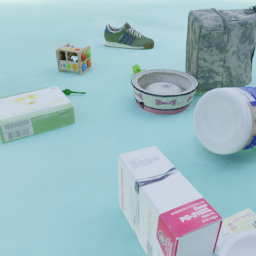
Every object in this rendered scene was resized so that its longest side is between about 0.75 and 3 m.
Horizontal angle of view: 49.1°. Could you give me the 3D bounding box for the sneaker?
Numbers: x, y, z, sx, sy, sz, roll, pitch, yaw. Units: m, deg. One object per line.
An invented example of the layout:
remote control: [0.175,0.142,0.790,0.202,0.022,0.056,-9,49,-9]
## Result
sneaker: [0.028,-4.779,14.350,2.683,1.205,0.900,7,34,10]

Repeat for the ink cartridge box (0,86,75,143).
ink cartridge box: [-3.167,-0.787,8.757,2.131,0.702,2.928,-18,39,-25]

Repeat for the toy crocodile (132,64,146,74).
toy crocodile: [0.556,-2.077,10.935,0.525,0.481,1.556,28,12,-39]

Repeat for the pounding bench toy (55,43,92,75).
pounding bench toy: [-2.075,-3.012,11.863,1.217,0.969,1.560,11,35,16]

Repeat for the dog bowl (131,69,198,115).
dog bowl: [1.174,-1.212,9.268,2.159,0.796,2.159,0,32,0]

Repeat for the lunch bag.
lunch bag: [3.314,-2.693,9.794,2.342,2.792,1.946,-4,35,2]

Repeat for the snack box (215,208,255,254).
snack box: [1.983,1.903,5.014,1.128,0.209,0.655,-15,36,-21]

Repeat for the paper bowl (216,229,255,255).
paper bowl: [1.952,2.310,3.794,1.647,0.857,1.647,0,33,0]

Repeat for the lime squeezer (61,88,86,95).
lime squeezer: [-2.201,-1.137,9.691,1.404,0.265,0.496,-18,57,-29]

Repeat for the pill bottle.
pill bottle: [3.048,-0.268,7.005,2.548,1.525,1.525,-8,32,-33]

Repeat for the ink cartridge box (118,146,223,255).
ink cartridge box: [0.554,1.403,4.696,0.806,1.384,1.911,-14,35,-20]
